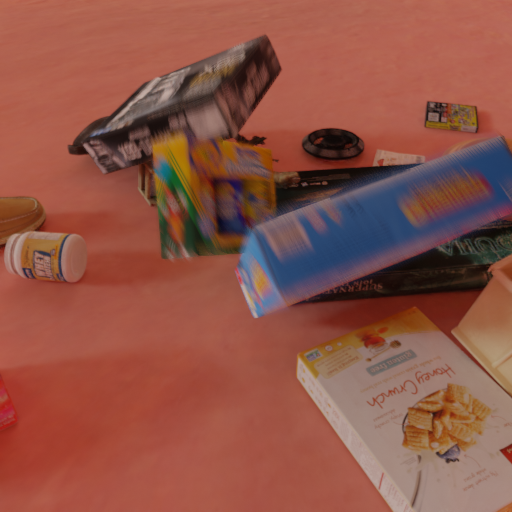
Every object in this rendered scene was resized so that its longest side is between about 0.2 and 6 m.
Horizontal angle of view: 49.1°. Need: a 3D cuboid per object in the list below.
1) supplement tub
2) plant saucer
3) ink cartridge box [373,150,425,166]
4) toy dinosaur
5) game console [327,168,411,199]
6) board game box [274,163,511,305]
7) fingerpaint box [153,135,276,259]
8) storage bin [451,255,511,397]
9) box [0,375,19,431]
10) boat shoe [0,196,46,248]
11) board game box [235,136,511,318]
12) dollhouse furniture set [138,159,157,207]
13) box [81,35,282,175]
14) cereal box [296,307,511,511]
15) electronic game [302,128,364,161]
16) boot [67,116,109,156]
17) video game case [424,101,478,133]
[{"bbox_3d":[-3.756,0.010,10.055,1.205,0.872,0.872,4,38,5],"label":"supplement tub"},{"bbox_3d":[4.848,-1.573,10.708,2.593,0.419,2.593,1,43,-1],"label":"plant saucer"},{"bbox_3d":[3.317,-2.006,13.113,1.168,0.296,1.325,11,39,13],"label":"ink cartridge box"},{"bbox_3d":[-0.200,-2.052,11.016,2.296,1.012,0.545,28,50,18],"label":"toy dinosaur"},{"bbox_3d":[2.094,-0.900,9.370,1.565,1.376,0.911,4,67,60],"label":"game console"},{"bbox_3d":[2.724,-0.599,10.786,4.860,0.684,3.287,-4,43,-4],"label":"board game box"},{"bbox_3d":[-0.540,-0.860,8.653,0.749,1.704,2.043,-5,-1,37],"label":"fingerpaint box"},{"bbox_3d":[5.028,1.156,7.567,3.222,1.510,3.199,-22,58,-28],"label":"storage bin"},{"bbox_3d":[-4.598,2.000,7.262,2.430,1.151,1.247,-25,44,-28],"label":"box"},{"bbox_3d":[-5.712,-0.713,10.711,3.150,1.199,1.129,-19,42,-23],"label":"boat shoe"},{"bbox_3d":[1.414,-0.199,7.739,3.210,3.143,0.897,-21,82,-8],"label":"board game box"},{"bbox_3d":[-1.860,-1.729,12.335,1.247,0.879,0.874,-11,39,-27],"label":"dollhouse furniture set"},{"bbox_3d":[-1.512,-3.137,11.717,3.549,0.883,2.799,-8,38,33],"label":"box"},{"bbox_3d":[2.238,2.129,7.531,2.206,0.606,3.066,-18,41,-22],"label":"cereal box"},{"bbox_3d":[1.936,-2.812,14.119,1.577,0.328,1.577,0,37,0],"label":"electronic game"},{"bbox_3d":[-2.658,-3.124,13.934,2.852,1.134,3.276,18,38,27],"label":"boot"},{"bbox_3d":[5.438,-3.890,15.625,1.389,0.196,1.537,10,38,12],"label":"video game case"}]
